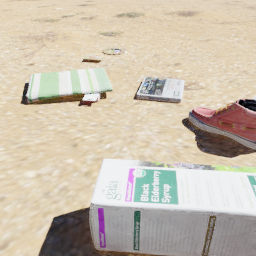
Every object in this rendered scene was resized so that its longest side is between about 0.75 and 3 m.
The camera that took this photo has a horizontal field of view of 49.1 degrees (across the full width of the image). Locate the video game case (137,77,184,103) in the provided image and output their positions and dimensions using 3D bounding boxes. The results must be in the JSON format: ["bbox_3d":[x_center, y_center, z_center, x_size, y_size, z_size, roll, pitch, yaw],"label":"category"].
[{"bbox_3d":[1.162,-1.349,9.662,1.456,0.187,1.601,7,33,11],"label":"video game case"}]

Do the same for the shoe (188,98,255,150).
[{"bbox_3d":[2.608,-0.349,7.205,0.802,1.021,2.245,-27,41,-37],"label":"shoe"}]

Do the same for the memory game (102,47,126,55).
[{"bbox_3d":[-0.690,-3.768,13.712,1.184,0.075,1.184,0,31,0],"label":"memory game"}]

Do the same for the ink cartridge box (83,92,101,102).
[{"bbox_3d":[-1.161,-0.990,9.050,0.444,0.205,0.815,4,33,5],"label":"ink cartridge box"}]

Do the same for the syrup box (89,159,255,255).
[{"bbox_3d":[0.803,1.280,4.496,2.666,1.086,1.050,4,31,4],"label":"syrup box"}]

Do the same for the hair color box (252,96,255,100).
[{"bbox_3d":[4.658,-0.918,7.968,1.985,0.635,1.101,-34,41,-13],"label":"hair color box"}]

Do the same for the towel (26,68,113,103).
[{"bbox_3d":[-2.052,-1.543,9.770,2.747,0.321,2.095,-8,32,-10],"label":"towel"}]

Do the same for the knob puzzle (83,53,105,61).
[{"bbox_3d":[-1.489,-3.199,12.717,1.027,0.142,1.027,0,32,0],"label":"knob puzzle"}]
